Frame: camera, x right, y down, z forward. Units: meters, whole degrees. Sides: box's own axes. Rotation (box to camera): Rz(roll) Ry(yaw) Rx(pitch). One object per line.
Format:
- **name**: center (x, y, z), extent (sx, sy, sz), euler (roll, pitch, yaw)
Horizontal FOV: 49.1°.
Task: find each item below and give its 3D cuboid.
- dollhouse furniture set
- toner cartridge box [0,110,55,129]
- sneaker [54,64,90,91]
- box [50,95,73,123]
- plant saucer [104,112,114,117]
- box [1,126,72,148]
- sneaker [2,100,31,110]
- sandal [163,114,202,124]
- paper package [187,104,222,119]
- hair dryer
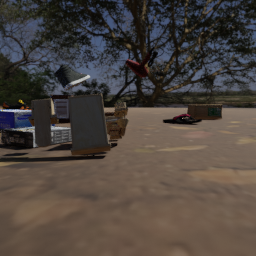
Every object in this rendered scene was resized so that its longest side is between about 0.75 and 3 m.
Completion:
- **dollhouse furniture set**: center (-0.848, 0.251, 5.470), extent (1.704, 0.976, 1.999), euler (-6, -20, -9)
- **toner cartridge box**: center (-3.818, -0.314, 9.670), extent (1.358, 0.617, 2.860), euler (-5, 7, -44)
- **sneaker**: center (-2.403, -2.333, 12.169), extent (0.728, 1.021, 2.058), euler (-32, 6, 26)
- **box**: center (-3.015, -0.932, 13.066), extent (0.932, 1.246, 2.488), euler (0, 5, -6)
- **plant saucer**: center (-1.064, -0.804, 17.009), extent (1.712, 0.295, 1.712), euler (1, 5, 0)
- **box**: center (-1.908, 0.160, 6.097), extent (0.994, 0.314, 1.261), euler (4, 6, 31)
- **sneaker**: center (-5.321, -0.942, 14.452), extent (2.247, 1.011, 0.786), euler (-1, 5, -11)
- **sandal**: center (2.231, -0.410, 11.840), extent (0.707, 0.424, 1.882), euler (-5, 7, -42)
- **paper package**: center (4.153, -0.893, 15.216), extent (1.521, 0.787, 1.450), euler (0, 5, -3)
- **hair dryer**: center (0.609, -2.381, 10.201), extent (1.461, 1.113, 0.397), euler (-3, 25, 12)
